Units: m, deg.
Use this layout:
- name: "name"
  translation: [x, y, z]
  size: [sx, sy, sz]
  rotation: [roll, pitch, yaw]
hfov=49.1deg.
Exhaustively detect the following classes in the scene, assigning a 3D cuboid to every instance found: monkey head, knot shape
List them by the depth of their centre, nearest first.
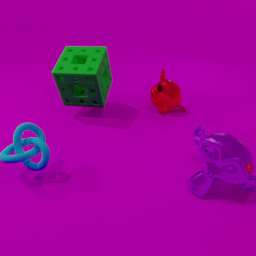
- name: "monkey head"
  translation: [1.891, 0.785, 5.857]
  size: [1.867, 1.343, 1.125]
  rotation: [45, 22, 19]
- name: "knot shape"
  translation: [-2.154, 0.367, 6.047]
  size: [1.073, 0.496, 1.004]
  rotation: [7, 64, -2]
- name: "monkey head"
  translation: [1.155, -1.047, 8.758]
  size: [0.926, 1.536, 1.105]
  rotation: [-33, 17, -2]

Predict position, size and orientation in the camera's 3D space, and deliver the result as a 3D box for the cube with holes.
- name: "cube with holes"
  translation: [-1.253, -1.480, 8.118]
  size: [1.233, 1.233, 1.233]
  rotation: [4, 50, 11]
